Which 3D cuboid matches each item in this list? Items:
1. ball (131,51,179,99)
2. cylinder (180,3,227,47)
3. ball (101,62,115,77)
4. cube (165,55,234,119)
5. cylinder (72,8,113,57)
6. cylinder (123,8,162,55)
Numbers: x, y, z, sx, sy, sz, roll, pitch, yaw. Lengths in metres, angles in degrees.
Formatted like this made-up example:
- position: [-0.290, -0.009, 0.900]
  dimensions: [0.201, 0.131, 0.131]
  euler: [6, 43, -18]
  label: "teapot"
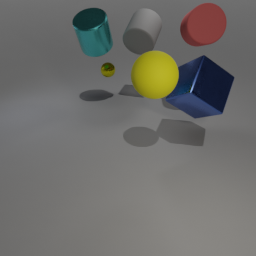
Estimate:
- position: [0.785, -1.559, 8.277]
  dimensions: [1.400, 1.400, 1.400]
  euler: [0, 29, 0]
  label: "ball"
- position: [2.766, -3.802, 10.468]
  dimensions: [1.400, 1.400, 1.400]
  euler: [0, 14, 0]
  label: "cylinder"
- position: [-0.945, -2.746, 13.235]
  dimensions: [0.700, 0.700, 0.700]
  euler: [0, 29, 0]
  label: "ball"
- position: [2.357, -1.289, 9.278]
  dimensions: [1.400, 1.400, 1.400]
  euler: [28, -15, -20]
  label: "cube"
- position: [-1.413, -3.908, 11.500]
  dimensions: [1.400, 1.400, 1.400]
  euler: [-4, 58, 6]
  label: "cylinder"
- position: [0.636, -4.158, 12.136]
  dimensions: [1.400, 1.400, 1.400]
  euler: [10, 58, 18]
  label: "cylinder"
